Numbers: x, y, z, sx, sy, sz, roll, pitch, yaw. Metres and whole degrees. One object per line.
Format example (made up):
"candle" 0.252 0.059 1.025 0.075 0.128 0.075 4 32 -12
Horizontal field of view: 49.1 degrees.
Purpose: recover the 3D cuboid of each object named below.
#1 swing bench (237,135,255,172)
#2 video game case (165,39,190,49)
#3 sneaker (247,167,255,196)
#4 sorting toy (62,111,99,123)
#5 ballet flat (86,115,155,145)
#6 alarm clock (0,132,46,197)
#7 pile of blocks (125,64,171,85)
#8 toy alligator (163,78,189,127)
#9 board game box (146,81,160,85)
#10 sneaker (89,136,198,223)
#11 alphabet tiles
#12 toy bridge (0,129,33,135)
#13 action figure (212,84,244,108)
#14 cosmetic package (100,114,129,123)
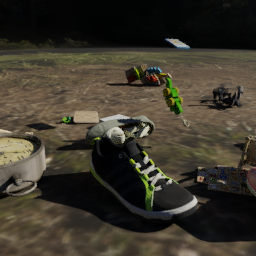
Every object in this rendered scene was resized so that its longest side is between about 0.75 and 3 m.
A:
"swing bench" 3.282 0.713 6.330 1.306 0.852 1.313 17 10 26
"video game case" 1.720 -2.950 9.812 0.563 0.070 0.787 -7 38 -28
"sneaker" 2.965 1.055 5.581 0.766 1.063 2.034 4 22 8
"sorting toy" -1.856 -0.398 10.901 1.372 0.202 1.015 0 25 -9
"ballet flat" -0.150 0.113 8.709 2.360 0.795 0.752 -15 35 -34
"alarm clock" -2.739 0.894 6.304 1.886 0.931 2.796 -13 22 -33
"pile of blocks" 1.178 -3.256 17.234 2.936 1.205 0.912 3 22 12
"toy alligator" 1.402 -0.727 8.654 0.488 1.644 0.446 -12 -12 -37
"board game box" 1.565 -2.862 17.702 0.791 0.172 0.787 4 22 12
"sneaker" 0.090 0.908 5.847 2.894 1.198 1.038 18 27 40
"alphabet tiles" 2.421 1.205 6.717 1.466 0.055 1.226 6 21 14
"toy bridge" -3.757 0.451 7.691 2.425 0.815 0.330 -19 27 -41
"action figure" 4.638 -1.547 12.954 1.170 1.005 1.969 8 17 -9
"cosmetic package" -0.258 -0.131 9.981 0.956 0.327 1.267 -19 27 -38
